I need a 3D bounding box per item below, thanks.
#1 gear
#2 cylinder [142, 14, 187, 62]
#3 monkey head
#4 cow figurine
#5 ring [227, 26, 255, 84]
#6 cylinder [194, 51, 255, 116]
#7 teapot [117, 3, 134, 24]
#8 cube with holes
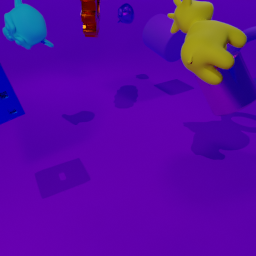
[{"bbox_3d":[-0.995,-3.532,7.632,0.367,1.985,1.985,2,30,-2],"label":"gear"},{"bbox_3d":[1.343,-3.111,9.681,1.241,1.241,1.241,-20,49,-30],"label":"cylinder"},{"bbox_3d":[-2.450,-2.389,6.613,1.032,1.434,0.864,14,53,48],"label":"monkey head"},{"bbox_3d":[1.345,-1.760,5.368,1.669,0.931,1.696,33,53,8],"label":"cow figurine"},{"bbox_3d":[3.184,-1.707,6.932,1.559,1.559,0.312,18,19,28],"label":"ring"},{"bbox_3d":[2.336,-1.041,6.653,1.142,1.142,1.142,-28,10,5],"label":"cylinder"},{"bbox_3d":[-0.124,-4.117,10.197,0.559,0.710,1.142,-21,0,-14],"label":"teapot"},{"bbox_3d":[-2.287,-0.615,4.219,0.935,0.935,0.935,-26,50,-17],"label":"cube with holes"}]
